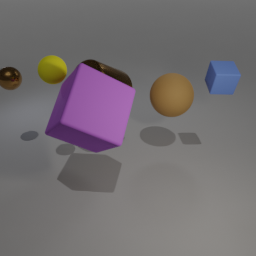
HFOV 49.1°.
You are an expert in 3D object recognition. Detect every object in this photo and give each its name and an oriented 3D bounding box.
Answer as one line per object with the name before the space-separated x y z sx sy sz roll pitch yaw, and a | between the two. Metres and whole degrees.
ball | 1.396 -1.049 8.969 1.400 1.400 1.400 0 29 0
cube | 2.705 -1.450 8.071 0.700 0.700 0.700 1 46 -4
ball | -3.530 -1.477 8.354 0.700 0.700 0.700 0 29 0
ball | -1.858 -1.426 6.887 0.700 0.700 0.700 0 29 0
cylinder | -0.806 -1.215 8.498 1.400 1.400 1.400 22 9 35
cube | -0.883 -0.366 6.434 1.400 1.400 1.400 23 -21 -23
